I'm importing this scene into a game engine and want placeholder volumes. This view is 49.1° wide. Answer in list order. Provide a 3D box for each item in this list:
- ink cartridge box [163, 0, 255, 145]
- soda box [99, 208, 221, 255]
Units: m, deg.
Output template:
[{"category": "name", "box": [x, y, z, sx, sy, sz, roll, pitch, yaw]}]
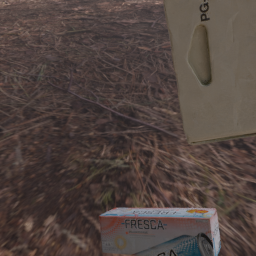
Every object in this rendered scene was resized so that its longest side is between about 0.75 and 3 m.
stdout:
[{"category": "ink cartridge box", "box": [1.077, -1.251, 3.492, 1.057, 1.841, 2.535, -8, 28, 13]}, {"category": "soda box", "box": [0.379, 1.334, 3.621, 1.501, 0.513, 0.477, -8, -4, 26]}]
